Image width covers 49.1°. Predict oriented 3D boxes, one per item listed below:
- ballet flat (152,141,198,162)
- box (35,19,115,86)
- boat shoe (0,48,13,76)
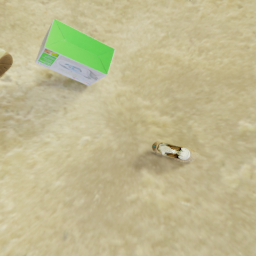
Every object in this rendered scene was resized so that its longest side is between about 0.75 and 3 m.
[{"bbox_3d":[1.387,0.721,8.218,1.390,0.454,0.490,11,88,2],"label":"ballet flat"},{"bbox_3d":[-1.635,-2.188,8.465,1.906,1.682,0.922,21,77,-25],"label":"box"},{"bbox_3d":[-4.924,-1.728,9.101,0.776,0.907,2.475,36,62,12],"label":"boat shoe"}]
